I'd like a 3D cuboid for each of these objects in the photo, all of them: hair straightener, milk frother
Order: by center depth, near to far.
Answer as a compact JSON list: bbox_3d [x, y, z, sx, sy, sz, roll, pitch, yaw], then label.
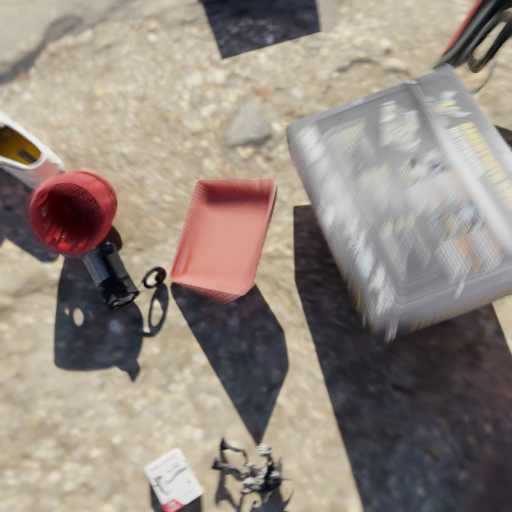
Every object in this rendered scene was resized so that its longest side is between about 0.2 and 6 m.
[{"bbox_3d":[-2.211,0.233,9.503,1.045,0.943,0.983,-14,69,-48],"label":"milk frother"},{"bbox_3d":[4.109,-4.172,9.561,3.691,0.755,1.420,-54,35,14],"label":"hair straightener"}]

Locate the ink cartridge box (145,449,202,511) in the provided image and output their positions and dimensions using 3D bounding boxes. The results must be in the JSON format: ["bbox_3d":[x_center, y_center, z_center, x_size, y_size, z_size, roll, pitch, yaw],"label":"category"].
[{"bbox_3d":[-1.278,3.475,8.653,0.573,0.324,0.781,-31,76,-8],"label":"ink cartridge box"}]

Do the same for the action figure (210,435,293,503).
[{"bbox_3d":[-0.043,3.265,8.568,1.264,0.645,0.751,19,64,7],"label":"action figure"}]

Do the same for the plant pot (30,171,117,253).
[{"bbox_3d":[-2.986,-0.804,9.352,1.258,1.145,1.258,-2,110,-4],"label":"plant pot"}]

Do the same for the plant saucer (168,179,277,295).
[{"bbox_3d":[-0.504,-0.332,9.281,1.871,0.344,1.874,8,77,42],"label":"plant saucer"}]

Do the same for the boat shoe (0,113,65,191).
[{"bbox_3d":[-4.759,-2.162,9.992,2.845,0.993,1.009,33,76,10],"label":"boat shoe"}]

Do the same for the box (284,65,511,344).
[{"bbox_3d":[2.469,-0.923,8.758,3.006,0.917,3.796,-20,64,-2],"label":"box"}]
